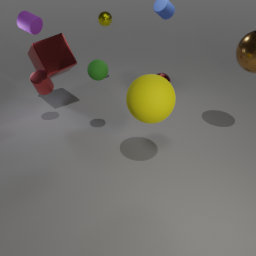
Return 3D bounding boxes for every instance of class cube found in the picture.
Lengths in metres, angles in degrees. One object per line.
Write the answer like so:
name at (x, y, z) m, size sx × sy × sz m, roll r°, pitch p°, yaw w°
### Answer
cube at (-3.271, -3.004, 12.046) m, size 1.400 × 1.400 × 1.400 m, roll -31°, pitch 12°, yaw -25°

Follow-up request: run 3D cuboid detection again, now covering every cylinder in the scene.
cylinder at (-3.803, -4.086, 10.877) m, size 0.700 × 0.700 × 0.700 m, roll 29°, pitch 38°, yaw 14°
cylinder at (-3.277, -1.742, 10.722) m, size 0.700 × 0.700 × 0.700 m, roll -3°, pitch 58°, yaw 5°
cylinder at (1.582, -5.223, 12.232) m, size 0.700 × 0.700 × 0.700 m, roll 31°, pitch 9°, yaw 41°

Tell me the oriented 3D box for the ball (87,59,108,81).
ball at (-1.011, -1.940, 9.385) m, size 0.700 × 0.700 × 0.700 m, roll 0°, pitch 31°, yaw 0°

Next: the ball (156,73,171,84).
ball at (1.267, -1.738, 10.632) m, size 0.700 × 0.700 × 0.700 m, roll 0°, pitch 31°, yaw 0°

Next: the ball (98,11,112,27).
ball at (-1.116, -5.319, 13.679) m, size 0.700 × 0.700 × 0.700 m, roll 0°, pitch 31°, yaw 0°

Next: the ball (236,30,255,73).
ball at (4.298, -2.508, 9.225) m, size 1.400 × 1.400 × 1.400 m, roll 0°, pitch 31°, yaw 0°

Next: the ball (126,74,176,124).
ball at (0.645, -0.825, 7.987) m, size 1.400 × 1.400 × 1.400 m, roll 0°, pitch 31°, yaw 0°
